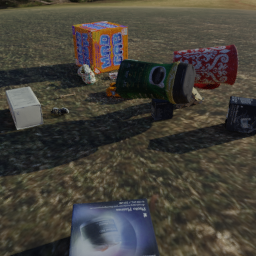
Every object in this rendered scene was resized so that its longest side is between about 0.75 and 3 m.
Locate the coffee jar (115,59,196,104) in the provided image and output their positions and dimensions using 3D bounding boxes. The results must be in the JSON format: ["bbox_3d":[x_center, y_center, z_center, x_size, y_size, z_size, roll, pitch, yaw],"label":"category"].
[{"bbox_3d":[1.031,-1.723,10.384,2.808,1.464,1.198,10,-11,24],"label":"coffee jar"}]

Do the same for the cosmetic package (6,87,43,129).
[{"bbox_3d":[-4.305,-0.875,11.566,1.081,0.912,2.091,-13,32,-23],"label":"cosmetic package"}]

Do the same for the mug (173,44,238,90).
[{"bbox_3d":[3.073,-2.303,11.577,2.394,2.125,1.597,-1,33,5],"label":"mug"}]

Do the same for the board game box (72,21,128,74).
[{"bbox_3d":[-1.688,-5.013,17.204,2.447,2.447,2.449,-20,35,-31],"label":"board game box"}]

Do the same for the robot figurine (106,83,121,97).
[{"bbox_3d":[-0.085,-1.871,13.687,1.818,0.529,1.318,5,30,10],"label":"robot figurine"}]

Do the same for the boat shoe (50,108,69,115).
[{"bbox_3d":[-2.912,-0.698,11.875,0.813,0.301,0.245,8,31,20],"label":"boat shoe"}]

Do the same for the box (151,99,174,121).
[{"bbox_3d":[1.414,-0.801,11.540,0.819,0.805,0.507,-7,30,-13],"label":"box"}]

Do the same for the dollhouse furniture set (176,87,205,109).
[{"bbox_3d":[2.598,-1.283,12.805,1.868,1.219,1.764,15,39,-42],"label":"dollhouse furniture set"}]

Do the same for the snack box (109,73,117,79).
[{"bbox_3d":[-0.291,-3.028,16.039,1.534,0.187,0.552,-8,31,-14],"label":"snack box"}]

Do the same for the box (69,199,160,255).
[{"bbox_3d":[-0.294,2.420,5.713,1.686,1.039,1.672,-4,31,-6],"label":"box"}]

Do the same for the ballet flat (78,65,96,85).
[{"bbox_3d":[-2.309,-3.130,15.673,0.873,0.738,2.308,-14,32,-18],"label":"ballet flat"}]

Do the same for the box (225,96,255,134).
[{"bbox_3d":[4.394,-0.490,10.619,1.195,1.175,0.702,8,31,14],"label":"box"}]

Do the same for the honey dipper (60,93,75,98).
[{"bbox_3d":[-2.916,-1.587,13.592,0.756,0.144,0.144,-15,33,-27],"label":"honey dipper"}]
